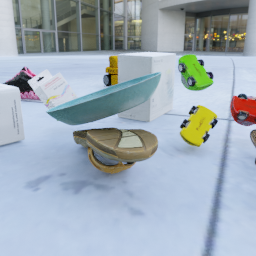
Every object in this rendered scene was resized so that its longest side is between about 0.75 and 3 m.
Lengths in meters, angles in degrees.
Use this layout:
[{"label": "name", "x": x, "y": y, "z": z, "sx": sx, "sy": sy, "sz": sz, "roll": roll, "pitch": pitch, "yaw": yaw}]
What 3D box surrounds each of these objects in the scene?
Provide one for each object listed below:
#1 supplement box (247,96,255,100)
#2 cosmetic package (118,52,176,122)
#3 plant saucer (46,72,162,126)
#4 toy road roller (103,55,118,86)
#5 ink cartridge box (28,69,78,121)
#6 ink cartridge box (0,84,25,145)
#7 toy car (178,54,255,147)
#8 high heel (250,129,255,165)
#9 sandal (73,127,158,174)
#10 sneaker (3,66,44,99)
[{"label": "supplement box", "x": 4.140, "y": -0.801, "z": 9.189, "sx": 0.458, "sy": 0.355, "sz": 0.830, "roll": -4, "pitch": 18, "yaw": -13}, {"label": "cosmetic package", "x": 0.596, "y": -1.307, "z": 8.364, "sx": 1.109, "sy": 1.804, "sz": 1.798, "roll": 9, "pitch": 20, "yaw": 28}, {"label": "plant saucer", "x": -0.402, "y": -0.530, "z": 5.439, "sx": 2.318, "sy": 0.417, "sz": 2.318, "roll": -17, "pitch": 12, "yaw": 4}, {"label": "toy road roller", "x": -0.306, "y": -2.769, "z": 13.666, "sx": 1.236, "sy": 1.468, "sz": 2.011, "roll": -14, "pitch": 22, "yaw": -37}, {"label": "ink cartridge box", "x": -1.825, "y": -0.883, "z": 7.052, "sx": 0.413, "sy": 1.228, "sz": 0.719, "roll": -16, "pitch": 25, "yaw": 52}, {"label": "ink cartridge box", "x": -4.007, "y": -0.198, "z": 5.748, "sx": 2.901, "sy": 1.219, "sz": 2.117, "roll": -16, "pitch": 24, "yaw": -42}, {"label": "toy car", "x": 1.812, "y": -0.722, "z": 6.390, "sx": 2.394, "sy": 0.534, "sz": 2.253, "roll": -16, "pitch": 64, "yaw": -19}, {"label": "high heel", "x": 2.170, "y": 0.355, "z": 4.460, "sx": 2.301, "sy": 0.822, "sz": 1.640, "roll": 8, "pitch": 16, "yaw": -36}, {"label": "sandal", "x": -0.326, "y": 0.390, "z": 4.920, "sx": 1.106, "sy": 0.743, "sz": 2.753, "roll": -3, "pitch": 2, "yaw": -23}, {"label": "sneaker", "x": -4.113, "y": -1.762, "z": 10.863, "sx": 2.593, "sy": 1.237, "sz": 1.025, "roll": 0, "pitch": 19, "yaw": 4}]
